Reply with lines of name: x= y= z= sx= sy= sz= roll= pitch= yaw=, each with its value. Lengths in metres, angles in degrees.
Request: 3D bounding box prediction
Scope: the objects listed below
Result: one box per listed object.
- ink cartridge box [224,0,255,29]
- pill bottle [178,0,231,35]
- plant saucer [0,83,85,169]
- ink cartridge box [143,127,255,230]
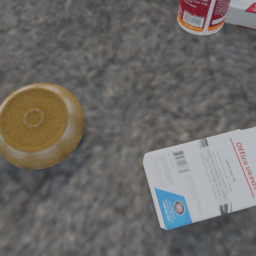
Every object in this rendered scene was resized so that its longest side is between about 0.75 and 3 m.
ink cartridge box: x=3.615 y=-3.998 z=8.577 sx=1.189 sy=0.675 sz=1.631 roll=16 pitch=71 yaw=5
pill bottle: x=1.787 y=-3.195 z=6.152 sx=1.138 sy=2.015 sz=1.138 roll=1 pitch=55 yaw=-1
plant saucer: x=-2.408 y=-0.179 z=7.366 sx=2.482 sy=0.439 sz=2.482 roll=0 pitch=70 yaw=0
ink cartridge box: x=2.002 y=1.148 z=6.599 sx=2.965 sy=0.989 sz=1.717 roll=-13 pitch=71 yaw=-5
